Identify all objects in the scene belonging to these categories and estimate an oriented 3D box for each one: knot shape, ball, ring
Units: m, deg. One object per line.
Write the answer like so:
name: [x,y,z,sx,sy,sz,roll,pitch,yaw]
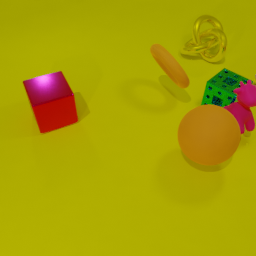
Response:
knot shape: [2.721,-2.929,9.542,1.683,0.778,1.575,-47,58,9]
ball: [1.717,0.150,6.006,1.296,1.296,1.296,0,46,0]
ring: [1.124,-1.657,7.536,0.294,1.471,1.471,-41,51,7]

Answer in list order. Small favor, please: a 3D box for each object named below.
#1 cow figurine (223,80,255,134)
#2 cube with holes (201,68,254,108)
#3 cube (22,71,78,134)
cow figurine: [2.689,-0.485,6.854,0.696,1.248,1.269,-13,5,-26]
cube with holes: [2.726,-0.940,7.791,0.891,0.891,0.891,36,56,29]
cube: [-2.024,-0.681,7.399,1.053,1.053,1.053,-20,53,-18]
